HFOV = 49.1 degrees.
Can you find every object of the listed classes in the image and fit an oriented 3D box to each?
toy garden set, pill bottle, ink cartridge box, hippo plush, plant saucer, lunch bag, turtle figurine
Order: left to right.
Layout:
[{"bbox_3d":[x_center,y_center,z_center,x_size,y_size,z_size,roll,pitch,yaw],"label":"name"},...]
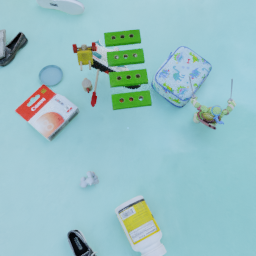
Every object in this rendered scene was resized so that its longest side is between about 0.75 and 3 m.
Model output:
[{"bbox_3d":[-3.433,-0.784,11.755,2.219,0.556,1.800,38,73,11],"label":"ink cartridge box"},{"bbox_3d":[-3.451,-2.345,12.567,1.078,0.148,1.078,0,67,-1],"label":"plant saucer"},{"bbox_3d":[-1.498,2.077,10.705,0.603,0.598,0.750,-32,48,20],"label":"hippo plush"},{"bbox_3d":[-0.598,-1.904,9.652,2.426,0.581,2.911,-7,72,-2],"label":"toy garden set"},{"bbox_3d":[0.468,3.517,9.735,1.148,1.148,2.062,-25,71,-9],"label":"pill bottle"},{"bbox_3d":[2.260,-2.234,12.009,1.912,0.980,2.378,36,72,7],"label":"lunch bag"},{"bbox_3d":[3.279,-0.914,10.923,1.524,2.054,2.118,-19,74,-3],"label":"turtle figurine"}]

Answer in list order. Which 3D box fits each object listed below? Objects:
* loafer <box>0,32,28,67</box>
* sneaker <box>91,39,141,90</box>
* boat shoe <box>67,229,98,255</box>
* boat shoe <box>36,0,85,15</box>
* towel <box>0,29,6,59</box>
[{"bbox_3d":[-5.393,-3.663,12.845,0.673,0.589,1.873,30,72,11],"label":"loafer"},{"bbox_3d":[-0.429,-2.624,11.328,2.577,0.907,1.205,30,73,-7],"label":"sneaker"},{"bbox_3d":[-1.415,4.441,9.591,0.791,0.732,2.142,-28,71,-10],"label":"boat shoe"},{"bbox_3d":[-3.231,-6.274,13.770,2.491,0.894,0.844,14,70,13],"label":"boat shoe"},{"bbox_3d":[-6.250,-3.687,12.781,1.533,0.275,1.592,-16,67,17],"label":"towel"}]
